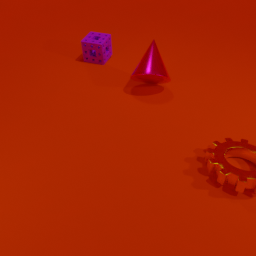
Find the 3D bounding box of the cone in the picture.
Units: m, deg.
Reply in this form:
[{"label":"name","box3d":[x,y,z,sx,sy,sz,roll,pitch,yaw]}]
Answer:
[{"label":"cone","box3d":[0.776,-2.212,9.021,1.316,1.321,1.316,5,-2,0]}]

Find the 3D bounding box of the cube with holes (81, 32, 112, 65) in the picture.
[{"label":"cube with holes","box3d":[-1.197,-3.104,10.886,0.859,0.859,0.859,13,46,15]}]

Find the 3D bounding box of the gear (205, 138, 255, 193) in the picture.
[{"label":"gear","box3d":[2.585,0.800,6.348,1.597,0.295,1.597,2,33,-1]}]
